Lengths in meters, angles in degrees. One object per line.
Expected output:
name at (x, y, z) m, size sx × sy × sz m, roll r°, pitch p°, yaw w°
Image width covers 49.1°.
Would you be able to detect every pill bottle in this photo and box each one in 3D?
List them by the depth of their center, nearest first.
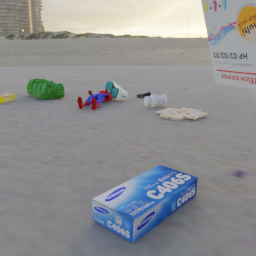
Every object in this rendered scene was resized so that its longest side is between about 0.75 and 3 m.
pill bottle at (1.135, -1.122, 11.584) m, size 0.890 × 0.509 × 0.509 m, roll -5°, pitch 16°, yaw -19°

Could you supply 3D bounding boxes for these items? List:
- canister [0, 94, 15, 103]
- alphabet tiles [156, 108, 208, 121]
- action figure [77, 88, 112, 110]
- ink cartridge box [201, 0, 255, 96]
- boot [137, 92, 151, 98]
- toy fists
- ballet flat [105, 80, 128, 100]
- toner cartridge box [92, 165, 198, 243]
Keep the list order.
canister at (-5.629, -1.348, 12.778) m, size 0.567 × 0.331 × 0.764 m, roll 4°, pitch 17°, yaw 14°
alphabet tiles at (1.922, -0.509, 10.067) m, size 1.634 × 0.122 × 1.671 m, roll 12°, pitch 19°, yaw 39°
action figure at (-1.275, -1.351, 12.205) m, size 0.938 × 0.741 × 2.869 m, roll 1°, pitch 12°, yaw 12°
ink cartridge box at (1.990, -1.421, 4.297) m, size 0.851 × 2.508 × 1.444 m, roll -23°, pitch 21°, yaw -14°
boot at (0.795, -1.672, 14.129) m, size 0.503 × 0.267 × 0.764 m, roll 3°, pitch 10°, yaw 33°
toy fists at (-4.267, -2.020, 14.141) m, size 1.370 × 0.924 × 2.687 m, roll -10°, pitch 19°, yaw -31°
ballet flat at (-0.551, -1.774, 13.819) m, size 0.809 × 0.809 × 2.330 m, roll -5°, pitch 20°, yaw -16°
toner cartridge box at (0.307, 1.003, 4.075) m, size 0.745 × 0.339 × 1.569 m, roll 13°, pitch 20°, yaw 39°
